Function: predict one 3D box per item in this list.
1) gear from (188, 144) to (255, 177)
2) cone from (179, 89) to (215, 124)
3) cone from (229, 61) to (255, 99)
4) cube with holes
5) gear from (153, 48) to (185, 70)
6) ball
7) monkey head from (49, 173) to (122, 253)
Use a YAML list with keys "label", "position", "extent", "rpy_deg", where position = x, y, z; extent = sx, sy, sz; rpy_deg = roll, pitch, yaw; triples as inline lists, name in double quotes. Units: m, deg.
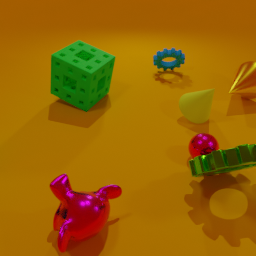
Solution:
- label: "gear"
  position: [2.105, 0.644, 5.535]
  extent: [1.733, 1.733, 0.320]
  rpy_deg: [-7, 74, -10]
- label: "cone"
  position: [2.097, -0.801, 7.731]
  extent: [1.019, 1.022, 1.019]
  rpy_deg: [9, 61, -16]
- label: "cone"
  position: [3.476, -1.273, 8.604]
  extent: [1.253, 1.249, 1.249]
  rpy_deg: [-26, 42, -31]
- label: "cube with holes"
  position: [-1.414, -1.647, 8.727]
  extent: [1.377, 1.377, 1.377]
  rpy_deg: [27, 43, 13]
- label: "gear"
  position: [1.557, -2.599, 10.650]
  extent: [1.191, 1.191, 0.220]
  rpy_deg: [0, 71, 0]
- label: "ball"
  position: [1.769, 0.463, 6.551]
  extent: [0.703, 0.703, 0.703]
  rpy_deg: [0, 35, 0]
- label: "monkey head"
  position: [-0.853, 1.359, 4.898]
  extent: [0.931, 1.111, 1.545]
  rpy_deg: [-1, 26, 43]
